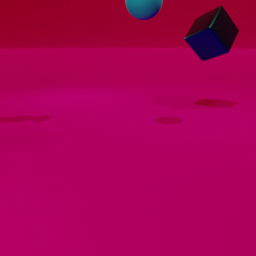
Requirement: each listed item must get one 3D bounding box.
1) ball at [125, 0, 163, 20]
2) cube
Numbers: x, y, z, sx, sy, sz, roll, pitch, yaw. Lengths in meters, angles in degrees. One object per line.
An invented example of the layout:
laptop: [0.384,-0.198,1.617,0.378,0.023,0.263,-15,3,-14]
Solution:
ball: [0.342,-2.726,5.973,0.797,0.797,0.797,0,17,0]
cube: [2.575,-2.869,8.622,1.028,1.028,1.028,-7,47,55]
